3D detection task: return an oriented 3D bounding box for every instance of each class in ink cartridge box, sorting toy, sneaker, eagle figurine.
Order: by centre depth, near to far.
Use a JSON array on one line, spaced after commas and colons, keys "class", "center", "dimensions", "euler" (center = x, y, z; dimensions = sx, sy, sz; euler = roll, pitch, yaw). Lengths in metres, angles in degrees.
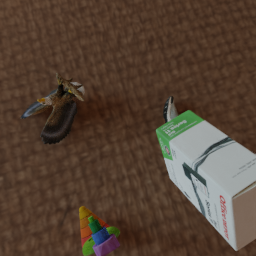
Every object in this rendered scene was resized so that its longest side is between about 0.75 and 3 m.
[{"class": "sorting toy", "center": [-0.853, 2.350, 6.742], "dimensions": [0.964, 2.780, 0.957], "euler": [-28, 83, -17]}, {"class": "ink cartridge box", "center": [2.056, 1.157, 6.837], "dimensions": [1.176, 2.076, 2.832], "euler": [-29, 36, -11]}, {"class": "eagle figurine", "center": [-2.251, -0.679, 8.573], "dimensions": [1.453, 1.926, 1.461], "euler": [21, 30, -28]}, {"class": "sneaker", "center": [1.416, -0.335, 8.800], "dimensions": [0.543, 0.506, 1.369], "euler": [-1, 80, -8]}]
